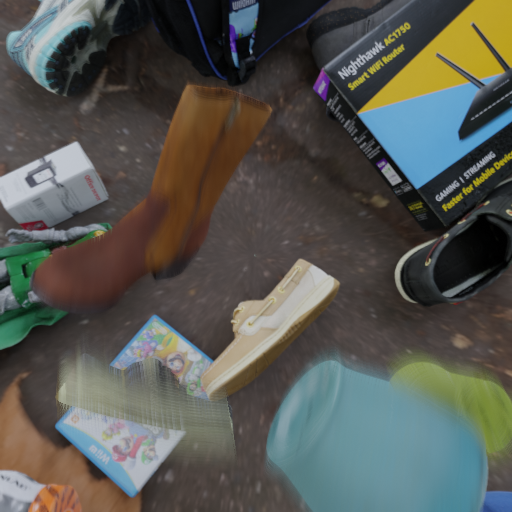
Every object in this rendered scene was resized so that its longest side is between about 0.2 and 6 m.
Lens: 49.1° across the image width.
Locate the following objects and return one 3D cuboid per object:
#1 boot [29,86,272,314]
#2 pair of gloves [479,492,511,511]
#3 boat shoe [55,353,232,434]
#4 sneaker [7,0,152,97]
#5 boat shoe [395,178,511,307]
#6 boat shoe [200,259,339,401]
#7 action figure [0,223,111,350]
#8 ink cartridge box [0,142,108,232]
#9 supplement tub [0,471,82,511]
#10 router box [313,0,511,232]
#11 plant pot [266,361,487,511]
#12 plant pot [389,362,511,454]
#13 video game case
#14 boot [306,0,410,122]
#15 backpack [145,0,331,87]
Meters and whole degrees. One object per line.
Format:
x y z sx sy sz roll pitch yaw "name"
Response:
-1.039 -0.592 5.884 2.330 2.475 0.847 -11 53 -48 "boot"
2.485 4.114 6.798 2.399 0.340 2.984 32 72 11 "pair of gloves"
-1.017 1.209 5.066 1.799 0.643 0.591 2 69 26 "boat shoe"
-2.982 -4.450 9.819 1.489 1.339 3.450 30 69 17 "sneaker"
3.440 -0.253 8.083 3.028 0.949 1.108 -32 98 -14 "boat shoe"
0.077 0.969 7.835 2.464 0.908 0.852 -39 70 -24 "boat shoe"
-3.164 0.276 8.119 3.380 0.924 1.997 -21 66 -12 "action figure"
-3.079 -1.001 8.539 1.364 0.991 0.569 -29 70 -11 "ink cartridge box"
-3.659 3.433 6.217 3.092 1.895 1.895 -4 68 -2 "supplement tub"
3.279 -2.691 8.509 3.914 0.999 2.919 -39 91 -5 "router box"
0.915 1.717 4.889 1.409 1.500 1.500 36 71 -8 "plant pot"
2.052 1.648 5.837 1.106 1.050 1.106 4 76 -16 "plant pot"
-1.540 2.008 7.736 1.441 0.179 2.014 36 72 13 "video game case"
2.467 -3.436 9.501 3.011 1.051 1.982 -19 70 13 "boot"
-0.427 -5.318 8.361 3.727 4.083 2.747 -42 56 -8 "backpack"
